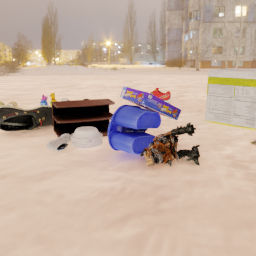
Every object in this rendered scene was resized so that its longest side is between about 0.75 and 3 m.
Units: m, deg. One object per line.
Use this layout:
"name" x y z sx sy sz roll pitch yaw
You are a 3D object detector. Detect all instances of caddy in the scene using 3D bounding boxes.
"caddy" 0.150 0.036 8.244 1.016 1.368 1.935 17 9 30

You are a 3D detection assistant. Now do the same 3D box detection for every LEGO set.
"LEGO set" -4.514 -1.710 16.627 1.945 0.798 0.742 4 15 16

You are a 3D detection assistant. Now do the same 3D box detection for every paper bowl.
"paper bowl" -1.355 0.271 9.199 1.030 0.536 1.030 -1 13 0

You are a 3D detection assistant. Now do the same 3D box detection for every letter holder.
"letter holder" -1.551 -0.359 10.492 2.296 1.155 1.632 -6 17 -22

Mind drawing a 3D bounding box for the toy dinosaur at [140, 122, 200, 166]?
"toy dinosaur" 1.140 0.426 7.759 1.497 1.127 2.206 -11 30 23

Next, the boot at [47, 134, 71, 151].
"boot" -2.040 0.487 8.836 0.474 0.365 0.992 15 28 29

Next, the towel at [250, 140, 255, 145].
"towel" 4.543 0.468 9.291 0.879 0.100 0.632 -12 18 -40

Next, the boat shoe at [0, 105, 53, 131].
"boat shoe" -3.757 -0.318 11.014 2.762 1.010 0.865 -1 43 -39

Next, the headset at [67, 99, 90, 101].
"headset" -2.315 -1.001 14.493 1.933 0.908 1.193 19 22 12

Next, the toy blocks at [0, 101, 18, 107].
"toy blocks" -6.437 -1.039 14.517 1.175 0.512 1.410 -2 14 -11

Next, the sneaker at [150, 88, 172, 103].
"sneaker" 1.716 -2.118 17.941 2.243 0.952 0.864 6 15 23

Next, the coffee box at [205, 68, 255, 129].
"coffee box" 5.007 -1.399 12.202 2.321 2.295 2.317 13 19 43

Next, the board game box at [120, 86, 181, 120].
"board game box" 0.699 -0.734 8.436 1.616 0.362 1.086 19 3 -44
